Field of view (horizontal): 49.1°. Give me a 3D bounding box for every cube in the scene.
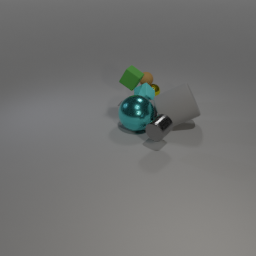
[{"bbox_3d":[0.163,-2.143,11.988,0.700,0.700,0.700,36,32,1],"label":"cube"},{"bbox_3d":[0.754,-1.500,12.759,0.700,0.700,0.700,-21,54,32],"label":"cube"}]

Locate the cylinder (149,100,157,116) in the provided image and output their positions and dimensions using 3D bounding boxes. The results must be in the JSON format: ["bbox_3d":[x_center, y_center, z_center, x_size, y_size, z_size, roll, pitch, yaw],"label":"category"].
[{"bbox_3d":[0.920,-0.870,12.129,0.700,0.700,0.700,3,29,7],"label":"cylinder"}]

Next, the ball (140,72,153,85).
[{"bbox_3d":[0.876,-2.362,13.557,0.700,0.700,0.700,0,29,0],"label":"ball"}]

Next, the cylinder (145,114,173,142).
[{"bbox_3d":[1.056,-0.011,9.429,0.700,0.700,0.700,20,42,32],"label":"cylinder"}]

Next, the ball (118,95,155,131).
[{"bbox_3d":[0.323,-0.573,10.834,1.400,1.400,1.400,0,29,0],"label":"ball"}]

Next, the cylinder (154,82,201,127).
[{"bbox_3d":[1.911,-0.859,10.912,1.400,1.400,1.400,-23,24,17],"label":"cylinder"}]

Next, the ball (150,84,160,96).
[{"bbox_3d":[1.254,-1.849,13.935,0.700,0.700,0.700,0,29,0],"label":"ball"}]
